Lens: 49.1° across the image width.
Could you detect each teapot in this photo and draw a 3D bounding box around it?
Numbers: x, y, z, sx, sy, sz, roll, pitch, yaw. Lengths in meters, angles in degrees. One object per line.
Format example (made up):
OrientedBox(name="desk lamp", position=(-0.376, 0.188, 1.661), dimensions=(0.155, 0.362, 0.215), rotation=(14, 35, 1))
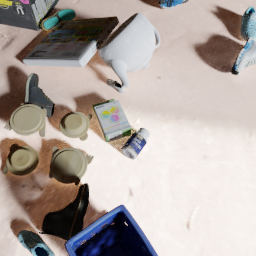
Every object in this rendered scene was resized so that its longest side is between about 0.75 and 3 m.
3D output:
OrientedBox(name="teapot", position=(0.184, -2.871, 10.175), dimensions=(2.329, 1.701, 2.299), rotation=(-41, 22, 12))

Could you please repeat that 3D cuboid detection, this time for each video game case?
OrientedBox(name="video game case", position=(-2.172, -3.290, 10.654), dimensions=(2.976, 0.341, 2.708), rotation=(9, 54, 32))

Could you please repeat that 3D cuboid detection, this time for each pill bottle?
OrientedBox(name="pill bottle", position=(0.266, 0.455, 8.611), dimensions=(0.540, 0.540, 0.972), rotation=(29, 61, 18))

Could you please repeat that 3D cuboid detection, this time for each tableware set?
OrientedBox(name="tableware set", position=(-2.447, 0.440, 8.636), dimensions=(2.925, 0.339, 2.443), rotation=(7, 66, 0))

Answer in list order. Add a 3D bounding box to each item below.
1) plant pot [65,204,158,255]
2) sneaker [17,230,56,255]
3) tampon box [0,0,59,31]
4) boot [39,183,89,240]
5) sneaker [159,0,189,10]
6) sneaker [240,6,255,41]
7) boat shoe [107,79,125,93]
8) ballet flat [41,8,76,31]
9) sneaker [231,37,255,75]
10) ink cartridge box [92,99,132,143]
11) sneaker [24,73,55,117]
OrientedBox(name="plant pot", position=(-0.324, 2.980, 6.385), dimensions=(1.597, 1.436, 1.597), rotation=(-30, 62, -18))
OrientedBox(name="sneaker", position=(-2.306, 2.916, 6.989), dimensions=(1.232, 0.505, 0.455), rotation=(28, 60, 17))
OrientedBox(name="tampon box", position=(-4.382, -5.744, 12.143), dimensions=(1.873, 1.577, 2.499), rotation=(12, 57, 8))
OrientedBox(name="boot", position=(-1.672, 2.158, 7.488), dimensions=(1.064, 0.596, 1.538), rotation=(6, 55, 10))
OrientedBox(name="sneaker", position=(2.033, -6.000, 12.963), dimensions=(1.733, 0.650, 0.751), rotation=(-25, 53, -26))
OrientedBox(name="sneaker", position=(5.105, -4.401, 11.733), dimensions=(0.689, 0.763, 1.863), rotation=(4, 56, 4))
OrientedBox(name="boat shoe", position=(-0.433, -1.584, 10.140), dimensions=(0.841, 0.275, 0.309), rotation=(34, 62, 20))
OrientedBox(name="ballet flat", position=(-3.047, -4.701, 12.114), dimensions=(1.699, 0.600, 0.600), rotation=(-38, 64, -24))
OrientedBox(name="sneaker", position=(4.625, -2.641, 10.589), dimensions=(0.905, 0.783, 2.089), rotation=(31, 62, 13))
OrientedBox(name="ink cartridge box", position=(-0.573, -0.395, 9.214), dimensions=(0.860, 0.491, 1.657), rotation=(-17, 58, -11))
OrientedBox(name="sneaker", position=(-2.983, -1.091, 9.649), dimensions=(0.948, 0.667, 1.785), rotation=(0, 66, -5))
